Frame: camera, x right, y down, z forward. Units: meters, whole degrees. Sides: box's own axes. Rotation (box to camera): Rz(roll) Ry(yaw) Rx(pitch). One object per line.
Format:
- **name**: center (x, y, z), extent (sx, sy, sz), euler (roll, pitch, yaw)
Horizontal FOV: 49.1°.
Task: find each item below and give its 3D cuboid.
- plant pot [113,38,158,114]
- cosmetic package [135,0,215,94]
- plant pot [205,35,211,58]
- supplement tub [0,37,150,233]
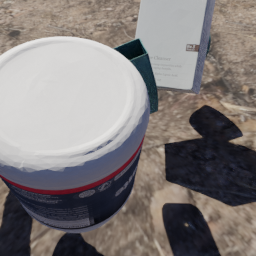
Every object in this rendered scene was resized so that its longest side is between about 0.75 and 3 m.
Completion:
- **plant pot**: center (0.078, -0.886, 5.629), extent (0.942, 1.333, 0.942), euler (-21, 34, 5)
- **cosmetic package**: center (1.119, -2.355, 6.769), extent (1.633, 2.893, 1.174), euler (9, 6, 21)
- **plant pot**: center (1.590, -2.442, 8.022), extent (0.976, 1.216, 1.216), euler (-4, 45, -23)
- **supplement tub**: center (-0.688, 0.290, 3.479), extent (1.678, 2.391, 1.678), euler (2, 58, -3)
